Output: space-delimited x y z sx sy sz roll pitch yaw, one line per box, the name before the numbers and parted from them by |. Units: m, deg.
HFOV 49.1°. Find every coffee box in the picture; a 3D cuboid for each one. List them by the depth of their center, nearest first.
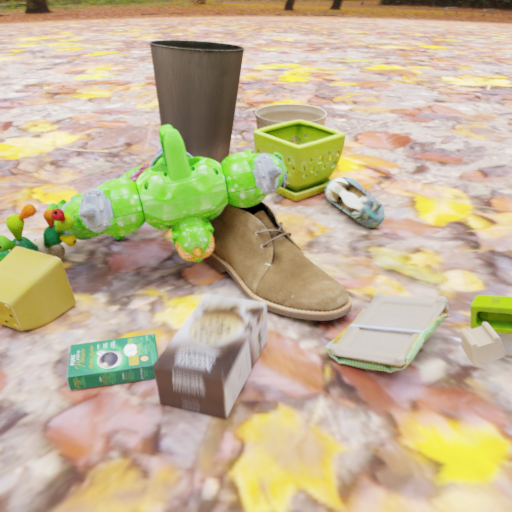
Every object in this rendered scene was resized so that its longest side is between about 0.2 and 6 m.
coffee box | -0.541 1.255 7.426 0.944 0.666 1.670 7 30 17
coffee box | -1.925 1.426 7.592 1.189 0.261 0.731 -7 29 -13

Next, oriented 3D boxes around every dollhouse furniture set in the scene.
dollhouse furniture set | 2.669 1.408 7.430 3.115 1.203 1.557 0 30 43

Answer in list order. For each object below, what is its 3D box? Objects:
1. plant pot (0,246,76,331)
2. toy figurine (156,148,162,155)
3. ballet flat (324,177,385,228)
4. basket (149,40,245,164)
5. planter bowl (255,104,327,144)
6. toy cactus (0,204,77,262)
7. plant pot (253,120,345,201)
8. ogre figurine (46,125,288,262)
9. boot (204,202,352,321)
plant pot | -3.512 0.583 8.511 0.939 0.945 0.967 13 42 22
toy figurine | -1.920 -2.202 13.216 1.006 1.142 1.906 -4 30 -8
ballet flat | 1.933 -1.285 11.874 0.763 0.763 2.057 -14 30 -23
basket | -1.510 -3.771 14.088 2.642 2.930 1.993 25 33 37
planter bowl | 0.898 -3.196 14.885 1.870 1.258 1.870 0 30 0
toy cactus | -3.732 -0.080 9.424 2.054 1.050 1.695 -38 -10 7
plant pot | 0.965 -2.179 12.895 1.548 1.412 1.556 -22 36 -34
ogre figurine | -1.442 -1.099 9.861 4.526 2.220 2.713 5 5 -12
boot | 0.227 -0.037 9.243 1.212 1.242 3.292 -18 36 -39
